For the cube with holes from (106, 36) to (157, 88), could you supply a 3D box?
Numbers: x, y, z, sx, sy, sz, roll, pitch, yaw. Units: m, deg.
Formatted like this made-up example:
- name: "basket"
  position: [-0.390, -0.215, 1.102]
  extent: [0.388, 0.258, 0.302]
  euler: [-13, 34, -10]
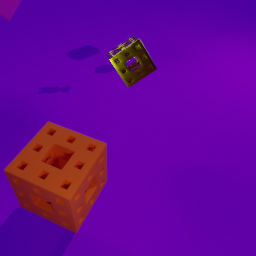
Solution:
- name: "cube with holes"
  position: [0.065, -1.503, 6.310]
  extent: [0.763, 0.763, 0.763]
  euler: [-33, 24, 5]

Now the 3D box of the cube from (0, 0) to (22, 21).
- name: "cube"
  position: [-3.192, -3.337, 6.563]
  extent: [1.010, 1.010, 1.010]
  euler: [33, 92, 27]

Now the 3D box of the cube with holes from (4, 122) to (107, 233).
- name: "cube with holes"
  position: [-1.227, 0.902, 5.218]
  extent: [1.247, 1.247, 1.247]
  euler: [20, 49, 14]
